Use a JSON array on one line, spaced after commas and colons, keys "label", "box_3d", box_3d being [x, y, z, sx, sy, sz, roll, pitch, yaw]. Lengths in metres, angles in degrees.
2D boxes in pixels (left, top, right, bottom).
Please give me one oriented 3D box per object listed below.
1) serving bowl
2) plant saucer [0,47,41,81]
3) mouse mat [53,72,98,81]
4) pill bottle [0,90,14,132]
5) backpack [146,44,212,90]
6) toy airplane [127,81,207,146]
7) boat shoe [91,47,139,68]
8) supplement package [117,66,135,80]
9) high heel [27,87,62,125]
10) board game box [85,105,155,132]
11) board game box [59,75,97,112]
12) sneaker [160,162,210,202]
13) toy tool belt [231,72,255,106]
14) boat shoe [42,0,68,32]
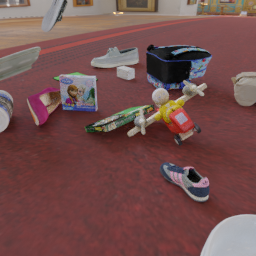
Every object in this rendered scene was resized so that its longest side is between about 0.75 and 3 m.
[{"label": "serving bowl", "box_3d": [1.816, 2.233, 2.874, 2.680, 0.881, 2.680, 19, 28, -10]}, {"label": "plant saucer", "box_3d": [-3.558, -1.861, 8.518, 2.087, 0.524, 2.087, -20, 17, 6]}, {"label": "mouse mat", "box_3d": [-2.485, -2.314, 13.195, 1.471, 0.069, 1.828, -23, 34, -38]}, {"label": "pill bottle", "box_3d": [-4.110, -0.571, 8.772, 0.918, 0.918, 1.614, -6, 28, -12]}, {"label": "backpack", "box_3d": [2.238, -2.705, 12.151, 2.486, 1.672, 2.269, -10, 29, -18]}, {"label": "toy airplane", "box_3d": [1.124, -0.561, 8.102, 2.056, 1.457, 2.065, -8, 36, 38]}, {"label": "boat shoe", "box_3d": [-0.708, -3.956, 15.374, 2.827, 1.007, 0.986, -13, 30, -24]}, {"label": "supplement package", "box_3d": [-0.110, -2.634, 13.366, 0.461, 0.463, 0.789, -22, 34, -36]}, {"label": "high heel", "box_3d": [-2.582, -0.815, 9.325, 1.278, 0.897, 2.664, -18, 17, -12]}, {"label": "board game box", "box_3d": [-0.220, -0.303, 8.638, 2.043, 0.240, 1.070, -25, 12, -39]}, {"label": "board game box", "box_3d": [-1.703, -1.198, 9.680, 1.231, 1.228, 0.253, 3, 27, 7]}, {"label": "sneaker", "box_3d": [1.224, 0.990, 6.078, 0.483, 0.564, 1.376, -18, 32, -32]}, {"label": "toy tool belt", "box_3d": [4.942, -1.530, 10.306, 2.099, 1.311, 1.290, 6, 36, 11]}, {"label": "boat shoe", "box_3d": [-2.624, -4.152, 10.290, 0.551, 1.527, 0.542, 26, -1, 33]}]
